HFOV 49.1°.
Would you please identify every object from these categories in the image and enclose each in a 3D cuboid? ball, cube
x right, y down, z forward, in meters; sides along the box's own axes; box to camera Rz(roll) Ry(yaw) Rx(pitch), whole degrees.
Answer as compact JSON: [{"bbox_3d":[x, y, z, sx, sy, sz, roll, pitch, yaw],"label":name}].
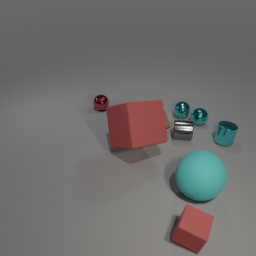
[{"bbox_3d":[-1.188,-1.127,12.372,0.700,0.700,0.700,0,33,0],"label":"ball"},{"bbox_3d":[2.289,-0.776,11.856,0.700,0.700,0.700,0,33,0],"label":"ball"},{"bbox_3d":[2.907,-0.470,11.380,0.700,0.700,0.700,0,33,0],"label":"ball"},{"bbox_3d":[1.555,2.421,6.753,0.700,0.700,0.700,23,45,13],"label":"cube"},{"bbox_3d":[0.269,-0.118,9.277,1.400,1.400,1.400,-8,2,-32],"label":"cube"},{"bbox_3d":[2.052,1.338,7.922,1.400,1.400,1.400,0,33,0],"label":"ball"}]

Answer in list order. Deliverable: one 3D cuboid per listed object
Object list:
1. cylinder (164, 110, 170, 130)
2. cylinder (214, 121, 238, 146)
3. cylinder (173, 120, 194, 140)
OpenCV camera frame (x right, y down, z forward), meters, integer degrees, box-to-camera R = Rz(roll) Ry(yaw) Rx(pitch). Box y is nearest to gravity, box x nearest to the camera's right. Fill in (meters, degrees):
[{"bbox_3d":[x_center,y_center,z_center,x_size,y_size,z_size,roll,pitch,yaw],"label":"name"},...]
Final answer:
[{"bbox_3d":[1.192,-0.251,10.750,0.700,0.700,0.700,-12,79,-17],"label":"cylinder"},{"bbox_3d":[3.606,0.194,10.314,0.700,0.700,0.700,5,29,-3],"label":"cylinder"},{"bbox_3d":[2.078,0.064,10.566,0.700,0.700,0.700,4,34,7],"label":"cylinder"}]
